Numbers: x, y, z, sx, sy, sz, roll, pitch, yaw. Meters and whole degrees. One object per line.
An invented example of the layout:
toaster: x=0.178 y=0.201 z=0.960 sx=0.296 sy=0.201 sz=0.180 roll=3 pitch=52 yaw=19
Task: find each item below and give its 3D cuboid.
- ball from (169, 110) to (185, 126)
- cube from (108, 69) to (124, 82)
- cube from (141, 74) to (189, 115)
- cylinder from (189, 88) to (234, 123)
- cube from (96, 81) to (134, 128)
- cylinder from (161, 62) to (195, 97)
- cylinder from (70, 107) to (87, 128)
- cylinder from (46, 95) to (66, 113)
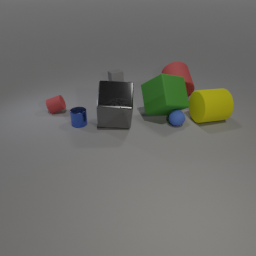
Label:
ball: x=2.101 y=-0.436 z=12.024 sx=0.700 sy=0.700 sz=0.700 roll=0 pitch=29 yaw=0
cube: x=-0.688 y=-2.857 z=15.750 sx=0.700 sy=0.700 sz=0.700 roll=-13 pitch=25 yaw=-18
cube: x=1.610 y=-1.415 z=12.267 sx=1.400 sy=1.400 sz=1.400 roll=0 pitch=-13 yaw=-38
cylinder: x=3.609 y=-0.987 z=12.273 sx=1.400 sy=1.400 sz=1.400 roll=-6 pitch=29 yaw=-18
cube: x=-0.524 y=-0.959 z=11.597 sx=1.400 sy=1.400 sz=1.400 roll=3 pitch=56 yaw=-2
cylinder: x=2.477 y=-2.338 z=14.029 sx=1.400 sy=1.400 sz=1.400 roll=-4 pitch=56 yaw=-7
cylinder: x=-2.131 y=-0.469 z=12.129 sx=0.700 sy=0.700 sz=0.700 roll=0 pitch=29 yaw=0
cylinder: x=-3.380 y=-1.117 z=13.148 sx=0.700 sy=0.700 sz=0.700 roll=-19 pitch=28 yaw=6
